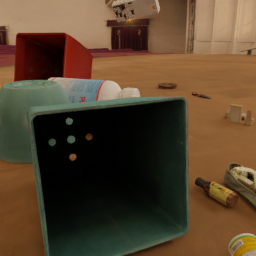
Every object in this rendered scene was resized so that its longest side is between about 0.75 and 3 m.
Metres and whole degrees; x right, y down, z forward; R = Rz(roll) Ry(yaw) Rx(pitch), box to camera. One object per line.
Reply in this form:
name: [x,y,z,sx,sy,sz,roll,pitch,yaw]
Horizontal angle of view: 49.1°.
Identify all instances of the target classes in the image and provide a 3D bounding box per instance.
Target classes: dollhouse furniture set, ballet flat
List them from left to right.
dollhouse furniture set: [4.020,-0.595,9.790,1.048,0.600,1.228,15,24,37]
ballet flat: [2.290,1.070,4.915,0.542,0.512,1.609,-7,20,-21]

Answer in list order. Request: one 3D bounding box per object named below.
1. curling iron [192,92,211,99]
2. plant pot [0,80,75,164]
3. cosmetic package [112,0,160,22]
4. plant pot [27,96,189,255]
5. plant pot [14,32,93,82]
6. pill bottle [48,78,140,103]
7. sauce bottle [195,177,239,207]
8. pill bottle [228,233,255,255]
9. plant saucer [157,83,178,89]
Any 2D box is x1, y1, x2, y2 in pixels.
curling iron: [3.519,-1.575,13.429,0.309,0.159,1.245,-10,21,-28]
plant pot: [-2.386,-0.306,7.182,2.121,1.702,2.121,0,18,0]
cosmetic package: [0.306,-4.776,11.086,1.768,0.730,0.448,-5,47,22]
plant pot: [-0.622,0.450,4.682,1.983,1.982,2.805,-8,13,-22]
plant pot: [-3.175,-2.617,12.799,2.873,2.876,2.534,10,9,27]
pill bottle: [-1.135,-0.710,8.617,2.855,1.552,1.552,5,19,15]
sauce bottle: [1.580,1.135,5.100,0.278,0.278,0.844,-13,23,-33]
pill bottle: [1.522,1.655,3.307,0.417,0.417,0.751,-1,19,-2]
plant saucer: [2.231,-2.372,15.798,1.145,0.184,1.145,0,19,0]
